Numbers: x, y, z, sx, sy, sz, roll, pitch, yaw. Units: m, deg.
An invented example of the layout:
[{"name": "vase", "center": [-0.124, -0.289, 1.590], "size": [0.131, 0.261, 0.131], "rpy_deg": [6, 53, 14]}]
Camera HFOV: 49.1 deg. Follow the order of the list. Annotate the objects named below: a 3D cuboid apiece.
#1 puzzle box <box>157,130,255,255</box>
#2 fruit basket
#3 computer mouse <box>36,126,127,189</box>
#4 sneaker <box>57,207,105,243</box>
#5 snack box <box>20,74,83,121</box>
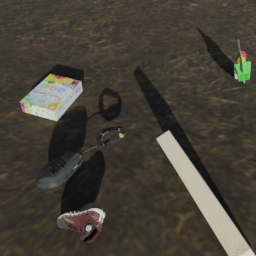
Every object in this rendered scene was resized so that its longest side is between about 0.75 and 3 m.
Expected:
[{"name": "puzzle box", "center": [1.591, 1.452, 5.573], "size": [0.348, 1.823, 2.741], "rpy_deg": [-34, 44, 7]}, {"name": "fruit basket", "center": [3.991, -2.337, 9.969], "size": [0.578, 1.141, 1.232], "rpy_deg": [-15, 73, 19]}, {"name": "computer mouse", "center": [-1.027, 0.717, 6.865], "size": [2.607, 0.764, 0.444], "rpy_deg": [-33, 55, -23]}, {"name": "sneaker", "center": [-1.009, 2.032, 5.676], "size": [1.120, 0.424, 0.647], "rpy_deg": [-20, 40, 19]}, {"name": "snack box", "center": [-2.477, -1.066, 9.298], "size": [1.276, 0.475, 1.794], "rpy_deg": [14, 44, 15]}]
